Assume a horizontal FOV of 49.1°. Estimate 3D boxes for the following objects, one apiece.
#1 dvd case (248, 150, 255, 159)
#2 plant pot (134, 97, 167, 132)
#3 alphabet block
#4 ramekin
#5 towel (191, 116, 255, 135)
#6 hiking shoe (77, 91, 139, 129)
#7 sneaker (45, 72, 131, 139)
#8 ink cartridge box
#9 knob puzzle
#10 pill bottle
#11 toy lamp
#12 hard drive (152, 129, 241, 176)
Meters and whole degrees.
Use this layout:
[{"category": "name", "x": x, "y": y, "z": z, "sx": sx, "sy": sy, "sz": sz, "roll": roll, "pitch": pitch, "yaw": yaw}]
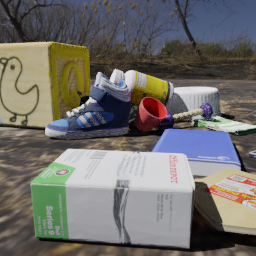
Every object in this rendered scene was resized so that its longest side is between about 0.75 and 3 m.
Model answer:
[{"category": "dvd case", "x": 3.103, "y": 0.564, "z": 5.955, "sx": 0.893, "sy": 0.110, "sz": 0.671, "roll": -9, "pitch": 15, "yaw": -38}, {"category": "plant pot", "x": 0.591, "y": -0.341, "z": 7.988, "sx": 0.833, "sy": 0.737, "sz": 0.833, "roll": 18, "pitch": 43, "yaw": -17}, {"category": "alphabet block", "x": -3.055, "y": -1.506, "z": 9.677, "sx": 2.727, "sy": 2.664, "sz": 2.678, "roll": 3, "pitch": 14, "yaw": 18}, {"category": "ramekin", "x": 2.490, "y": -0.986, "z": 10.770, "sx": 2.126, "sy": 1.036, "sz": 2.126, "roll": -3, "pitch": 13, "yaw": 1}, {"category": "towel", "x": 3.120, "y": -0.106, "z": 8.847, "sx": 1.400, "sy": 0.215, "sz": 1.835, "roll": -7, "pitch": 14, "yaw": -31}, {"category": "hiking shoe", "x": -0.294, "y": -0.669, "z": 8.827, "sx": 2.598, "sy": 1.308, "sz": 0.984, "roll": -5, "pitch": 13, "yaw": -20}, {"category": "sneaker", "x": -1.080, "y": -0.658, "z": 7.729, "sx": 2.386, "sy": 1.747, "sz": 0.961, "roll": -3, "pitch": 12, "yaw": -12}, {"category": "ink cartridge box", "x": -0.108, "y": 0.781, "z": 3.462, "sx": 1.708, "sy": 0.718, "sz": 1.247, "roll": 2, "pitch": 12, "yaw": 7}, {"category": "knob puzzle", "x": 1.547, "y": 0.998, "z": 3.573, "sx": 1.835, "sy": 0.254, "sz": 1.835, "roll": 1, "pitch": 12, "yaw": 0}, {"category": "pill bottle", "x": 0.419, "y": -1.288, "z": 9.748, "sx": 2.119, "sy": 1.191, "sz": 1.191, "roll": 15, "pitch": 8, "yaw": -14}, {"category": "toy lamp", "x": 1.715, "y": -0.362, "z": 8.878, "sx": 2.119, "sy": 0.617, "sz": 0.617, "roll": -12, "pitch": 16, "yaw": -28}, {"category": "hard drive", "x": 1.436, "y": 0.439, "z": 6.049, "sx": 1.594, "sy": 0.306, "sz": 2.416, "roll": 3, "pitch": 12, "yaw": 14}]
